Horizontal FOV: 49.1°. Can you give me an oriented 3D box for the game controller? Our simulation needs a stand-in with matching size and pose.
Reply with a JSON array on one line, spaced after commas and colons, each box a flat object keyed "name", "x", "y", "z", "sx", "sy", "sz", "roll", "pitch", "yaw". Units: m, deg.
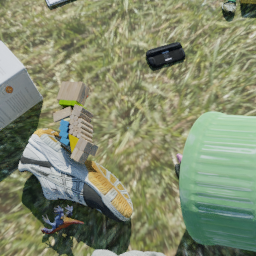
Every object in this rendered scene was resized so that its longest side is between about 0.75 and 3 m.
[{"name": "game controller", "x": 1.138, "y": -2.205, "z": 8.425, "sx": 1.155, "sy": 0.243, "sz": 0.603, "roll": -18, "pitch": 83, "yaw": -7}]

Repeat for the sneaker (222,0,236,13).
[{"name": "sneaker", "x": 3.361, "y": -4.263, "z": 9.067, "sx": 0.463, "sy": 0.533, "sz": 1.203, "roll": 11, "pitch": 68, "yaw": 4}]

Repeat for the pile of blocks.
[{"name": "pile of blocks", "x": -1.181, "y": -0.104, "z": 6.503, "sx": 0.856, "sy": 0.648, "sz": 2.086, "roll": -18, "pitch": 64, "yaw": 19}]

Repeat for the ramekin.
[{"name": "ramekin", "x": 2.255, "y": 1.022, "z": 5.510, "sx": 1.338, "sy": 2.739, "sz": 2.739, "roll": 0, "pitch": 62, "yaw": 40}]

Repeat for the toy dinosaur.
[{"name": "toy dinosaur", "x": -1.586, "y": 2.163, "z": 6.269, "sx": 0.550, "sy": 0.950, "sz": 1.047, "roll": -4, "pitch": 33, "yaw": -46}]

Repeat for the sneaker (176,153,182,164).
[{"name": "sneaker", "x": 1.998, "y": 0.379, "z": 7.108, "sx": 1.801, "sy": 0.632, "sz": 0.739, "roll": -42, "pitch": 77, "yaw": -17}]

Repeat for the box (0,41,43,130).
[{"name": "box", "x": -3.497, "y": -0.845, "z": 7.087, "sx": 2.086, "sy": 1.588, "sz": 1.109, "roll": -40, "pitch": 73, "yaw": -15}]

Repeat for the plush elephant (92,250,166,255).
[{"name": "plush elephant", "x": 0.075, "y": 3.339, "z": 5.301, "sx": 2.612, "sy": 2.151, "sz": 2.022, "roll": -55, "pitch": 30, "yaw": 13}]

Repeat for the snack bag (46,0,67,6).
[{"name": "snack bag", "x": -2.274, "y": -4.922, "z": 9.539, "sx": 1.457, "sy": 0.165, "sz": 1.545, "roll": -24, "pitch": 70, "yaw": -9}]

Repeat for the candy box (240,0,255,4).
[{"name": "candy box", "x": 4.744, "y": -4.700, "z": 9.238, "sx": 2.002, "sy": 0.565, "sz": 1.168, "roll": 3, "pitch": 67, "yaw": -1}]

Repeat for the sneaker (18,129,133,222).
[{"name": "sneaker", "x": -1.259, "y": 1.334, "z": 6.636, "sx": 2.971, "sy": 1.124, "sz": 1.302, "roll": 38, "pitch": 97, "yaw": 10}]
